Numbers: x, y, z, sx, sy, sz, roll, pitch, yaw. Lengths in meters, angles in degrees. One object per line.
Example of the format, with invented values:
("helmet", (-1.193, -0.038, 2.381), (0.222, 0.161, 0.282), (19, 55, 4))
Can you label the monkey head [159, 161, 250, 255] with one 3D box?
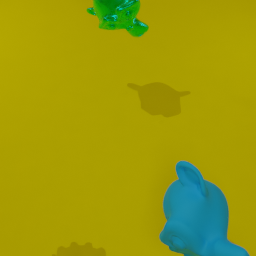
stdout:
("monkey head", (1.204, 1.377, 4.204), (1.407, 1.956, 1.179), (6, 55, 38))

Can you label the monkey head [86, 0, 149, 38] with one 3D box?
("monkey head", (-0.104, -2.677, 6.216), (1.802, 1.296, 1.086), (-22, 65, 35))
